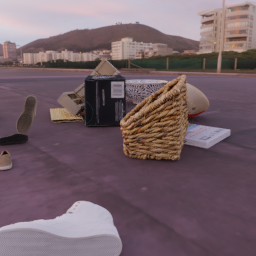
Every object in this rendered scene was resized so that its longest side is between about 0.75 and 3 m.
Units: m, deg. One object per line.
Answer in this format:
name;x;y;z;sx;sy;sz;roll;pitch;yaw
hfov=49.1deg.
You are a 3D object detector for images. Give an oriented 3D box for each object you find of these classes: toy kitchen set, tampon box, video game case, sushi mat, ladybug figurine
toy kitchen set;-1.273;-1.511;12.522;2.028;2.486;2.243;42;13;0
tampon box;-0.923;-1.198;11.427;1.536;1.824;2.433;-1;13;-4
video game case;1.836;0.140;9.304;2.507;0.226;1.795;11;19;38
sushi mat;-2.791;-0.598;12.535;1.302;0.165;2.721;-3;14;-16
ladybug figurine;2.357;-1.151;11.990;1.982;1.050;2.919;34;1;-1

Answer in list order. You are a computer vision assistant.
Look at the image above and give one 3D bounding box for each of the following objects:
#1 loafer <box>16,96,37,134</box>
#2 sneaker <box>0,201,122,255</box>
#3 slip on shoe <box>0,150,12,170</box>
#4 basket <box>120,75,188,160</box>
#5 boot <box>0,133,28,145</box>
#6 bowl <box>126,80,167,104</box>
loafer;-3.238;-0.399;9.140;0.491;1.297;0.443;18;-9;-2
sneaker;-0.900;1.354;3.688;1.523;0.561;0.880;7;10;-12
slip on shoe;-2.920;0.760;6.668;0.315;0.251;0.829;-4;14;-17
basket;0.705;-0.430;7.784;1.755;1.832;2.459;1;21;17
boot;-3.486;0.297;8.546;0.839;0.325;0.580;-4;9;-18
bowl;0.892;-2.094;16.367;2.773;1.301;2.773;1;13;0
